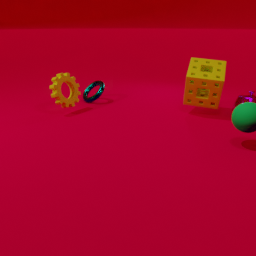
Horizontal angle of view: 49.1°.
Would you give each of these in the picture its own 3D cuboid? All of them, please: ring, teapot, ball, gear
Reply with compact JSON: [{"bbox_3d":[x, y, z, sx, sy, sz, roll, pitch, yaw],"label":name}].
[{"bbox_3d":[-1.362,-1.451,11.101,1.061,0.212,1.061,-23,45,24],"label":"ring"},{"bbox_3d":[4.084,-0.807,9.315,1.078,0.849,1.733,13,17,38],"label":"teapot"},{"bbox_3d":[3.021,-0.261,7.052,0.773,0.773,0.773,0,22,0],"label":"ball"},{"bbox_3d":[-2.146,-1.296,9.657,0.218,1.181,1.181,-5,15,36],"label":"gear"}]

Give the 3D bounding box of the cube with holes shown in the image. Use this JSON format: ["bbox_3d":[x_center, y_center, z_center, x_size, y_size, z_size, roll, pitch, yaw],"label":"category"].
[{"bbox_3d":[2.588,-1.519,9.480,1.158,1.158,1.158,10,47,14],"label":"cube with holes"}]
